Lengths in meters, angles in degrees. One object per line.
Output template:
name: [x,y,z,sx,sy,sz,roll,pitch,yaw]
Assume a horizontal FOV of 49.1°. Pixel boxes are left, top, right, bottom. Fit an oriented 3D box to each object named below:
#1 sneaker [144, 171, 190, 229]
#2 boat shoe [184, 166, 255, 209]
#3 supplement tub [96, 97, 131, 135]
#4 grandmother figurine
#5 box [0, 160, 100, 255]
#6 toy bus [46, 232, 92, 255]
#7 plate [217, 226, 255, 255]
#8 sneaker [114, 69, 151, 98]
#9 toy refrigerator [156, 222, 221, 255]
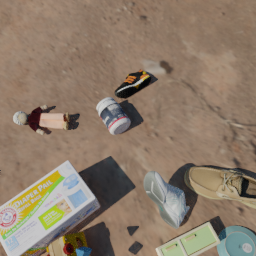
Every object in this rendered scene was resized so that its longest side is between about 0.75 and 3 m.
sneaker: [1.126,1.929,8.085,0.847,2.114,0.743,-42,31,-24]
boat shoe: [3.181,1.709,8.571,2.834,0.914,1.010,13,64,6]
supplement tub: [-0.514,-0.415,9.700,0.805,0.805,1.147,-29,66,-14]
grandmother figurine: [-3.046,-0.327,9.821,1.885,0.571,1.143,2,54,-2]
box: [-2.298,2.385,8.005,2.595,1.315,1.460,-36,69,-16]
toy bus: [-1.406,3.805,7.481,1.843,1.009,1.953,18,95,40]
plate: [3.197,3.414,8.025,1.253,0.160,1.253,-4,53,5]
sneaker: [0.072,-1.685,10.527,1.585,0.554,0.713,-30,61,-18]
toy refrigerator: [1.690,3.342,7.938,1.688,0.591,0.641,-22,66,-10]
